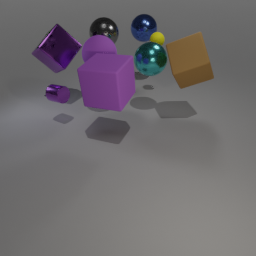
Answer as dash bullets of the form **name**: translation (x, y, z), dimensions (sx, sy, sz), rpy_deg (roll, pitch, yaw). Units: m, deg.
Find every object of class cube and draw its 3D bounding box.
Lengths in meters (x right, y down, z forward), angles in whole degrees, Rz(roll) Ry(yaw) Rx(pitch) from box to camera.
- **cube**: translation (2.443, -2.602, 10.996), dimensions (1.400, 1.400, 1.400), rpy_deg (-16, 69, 18)
- **cube**: translation (-0.662, -1.565, 9.405), dimensions (1.400, 1.400, 1.400), rpy_deg (9, 38, 20)
- **cube**: translation (-3.181, -3.482, 12.477), dimensions (1.400, 1.400, 1.400), rpy_deg (4, 59, 59)

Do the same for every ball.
- **ball**: translation (-1.139, -2.976, 11.194), dimensions (1.400, 1.400, 1.400), rpy_deg (0, 30, 0)
- **ball**: translation (1.378, -4.171, 13.257), dimensions (0.700, 0.700, 0.700), rpy_deg (0, 30, 0)
- **ball**: translation (0.839, -5.280, 14.811), dimensions (1.400, 1.400, 1.400), rpy_deg (0, 30, 0)
- **ball**: translation (0.949, -2.879, 11.723), dimensions (1.400, 1.400, 1.400), rpy_deg (0, 30, 0)
- **ball**: translation (-1.138, -4.519, 13.315), dimensions (1.400, 1.400, 1.400), rpy_deg (0, 30, 0)

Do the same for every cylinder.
- **cylinder**: translation (-2.821, -1.378, 11.275), dimensions (0.700, 0.700, 0.700), rpy_deg (14, 32, 32)
